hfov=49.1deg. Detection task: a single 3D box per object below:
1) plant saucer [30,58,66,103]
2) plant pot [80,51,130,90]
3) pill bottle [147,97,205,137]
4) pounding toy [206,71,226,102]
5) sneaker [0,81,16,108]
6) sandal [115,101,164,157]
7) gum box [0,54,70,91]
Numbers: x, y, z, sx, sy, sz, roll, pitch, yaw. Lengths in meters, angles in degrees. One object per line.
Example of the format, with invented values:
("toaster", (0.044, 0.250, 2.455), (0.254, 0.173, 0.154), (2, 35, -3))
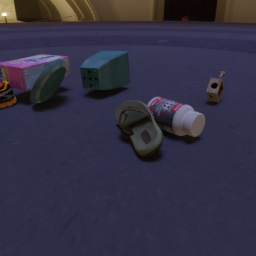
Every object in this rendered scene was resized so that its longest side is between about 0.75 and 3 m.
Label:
("plant saucer", (-2.504, -1.457, 9.029), (0.232, 1.695, 1.695), (36, 30, 2))
("plant pot", (-0.873, -2.010, 10.141), (1.210, 1.209, 1.712), (9, 29, 27))
("pill bottle", (1.187, -0.265, 7.109), (0.792, 0.792, 1.431), (-21, 31, -38))
("pounding toy", (2.877, -1.465, 9.215), (0.425, 0.817, 0.930), (14, 72, 30))
("sneaker", (-4.448, -0.940, 8.583), (1.909, 0.737, 0.747), (-25, 44, -37))
("sandal", (0.177, -0.173, 6.701), (0.895, 0.643, 2.254), (-46, 30, 6))
("gum box", (-3.229, -2.049, 9.905), (1.312, 0.764, 2.312), (13, 28, 27))
